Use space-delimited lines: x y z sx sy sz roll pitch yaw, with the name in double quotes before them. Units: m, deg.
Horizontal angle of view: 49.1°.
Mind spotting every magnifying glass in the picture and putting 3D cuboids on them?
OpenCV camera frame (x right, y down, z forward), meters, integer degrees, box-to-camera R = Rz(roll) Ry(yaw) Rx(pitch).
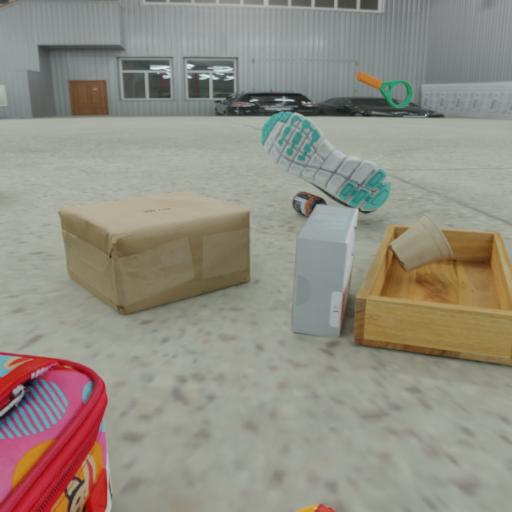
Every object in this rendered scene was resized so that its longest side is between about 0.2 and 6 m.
"magnifying glass" 2.368 -3.086 10.276 1.263 0.502 0.141 13 15 -27

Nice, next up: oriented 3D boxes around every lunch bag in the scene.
"lunch bag" -1.884 1.417 2.440 2.477 1.152 2.812 7 19 8

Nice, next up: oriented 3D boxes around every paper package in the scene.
"paper package" -1.355 -0.164 7.552 2.021 1.046 1.927 -14 22 -36

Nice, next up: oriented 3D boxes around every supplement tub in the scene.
"supplement tub" 1.118 -1.004 11.285 0.468 0.468 0.876 -8 19 -24

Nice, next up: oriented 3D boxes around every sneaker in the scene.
"sneaker" 1.300 -1.691 10.983 2.912 1.130 1.328 40 1 17

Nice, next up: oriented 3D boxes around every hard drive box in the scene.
"hard drive box" 0.803 0.123 6.428 0.540 1.096 1.407 7 22 13

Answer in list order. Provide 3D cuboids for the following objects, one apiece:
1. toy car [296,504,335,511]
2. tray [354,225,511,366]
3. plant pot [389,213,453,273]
"toy car" 0.384 1.730 1.818 1.168 0.792 2.381 -2 16 -7
"tray" 2.247 0.299 6.861 1.580 0.593 3.203 5 17 18
"plant pot" 2.098 -0.114 7.269 0.612 0.668 0.668 -31 15 8
